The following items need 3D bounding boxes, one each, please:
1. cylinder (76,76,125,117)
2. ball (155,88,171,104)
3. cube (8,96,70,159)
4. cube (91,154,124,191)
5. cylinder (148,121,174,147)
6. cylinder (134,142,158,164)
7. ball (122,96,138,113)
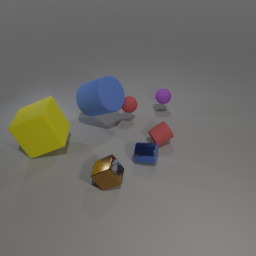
[{"bbox_3d":[-1.092,-1.233,11.090,1.400,1.400,1.400,-9,21,42],"label":"cylinder"},{"bbox_3d":[1.559,-1.399,12.363,0.700,0.700,0.700,0,33,0],"label":"ball"},{"bbox_3d":[-3.080,-0.033,9.961,1.400,1.400,1.400,-20,32,10],"label":"cube"},{"bbox_3d":[-0.611,1.365,8.582,0.700,0.700,0.700,-25,28,21],"label":"cube"},{"bbox_3d":[1.214,0.221,10.366,0.700,0.700,0.700,-33,38,-2],"label":"cylinder"},{"bbox_3d":[0.630,0.844,9.539,0.700,0.700,0.700,1,32,17],"label":"cylinder"},{"bbox_3d":[0.049,-0.972,11.650,0.700,0.700,0.700,0,33,0],"label":"ball"}]
